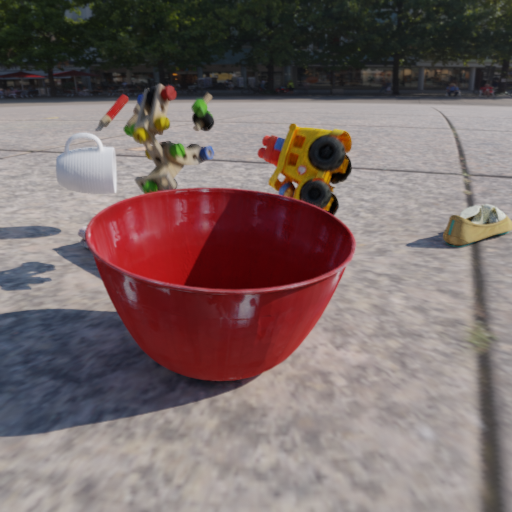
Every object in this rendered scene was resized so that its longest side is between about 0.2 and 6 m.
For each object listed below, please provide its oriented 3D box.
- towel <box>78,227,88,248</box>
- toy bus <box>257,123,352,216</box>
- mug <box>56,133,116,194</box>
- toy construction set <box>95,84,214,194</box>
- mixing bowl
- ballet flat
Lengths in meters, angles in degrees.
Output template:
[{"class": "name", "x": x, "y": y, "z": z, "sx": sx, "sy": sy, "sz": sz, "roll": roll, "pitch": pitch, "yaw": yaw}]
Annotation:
[{"class": "towel", "x": -1.476, "y": -0.325, "z": 10.566, "sx": 2.871, "sy": 0.463, "sz": 2.742, "roll": -17, "pitch": 25, "yaw": -40}, {"class": "toy bus", "x": 0.789, "y": -1.543, "z": 10.354, "sx": 1.684, "sy": 1.754, "sz": 1.190, "roll": 17, "pitch": -1, "yaw": 17}, {"class": "mug", "x": -3.390, "y": -1.846, "z": 11.153, "sx": 1.100, "sy": 1.255, "sz": 0.927, "roll": -2, "pitch": 36, "yaw": -11}, {"class": "toy construction set", "x": -1.668, "y": -1.712, "z": 8.597, "sx": 1.804, "sy": 1.504, "sz": 1.386, "roll": 21, "pitch": 60, "yaw": 17}, {"class": "mixing bowl", "x": -0.435, "y": 0.393, "z": 6.544, "sx": 2.959, "sy": 1.602, "sz": 2.959, "roll": 4, "pitch": 24, "yaw": -2}, {"class": "ballet flat", "x": 4.568, "y": -0.696, "z": 11.266, "sx": 2.177, "sy": 0.686, "sz": 0.747, "roll": -16, "pitch": 25, "yaw": -39}]
